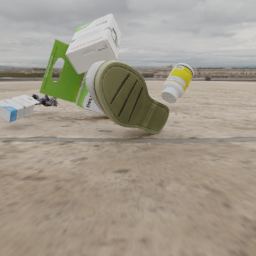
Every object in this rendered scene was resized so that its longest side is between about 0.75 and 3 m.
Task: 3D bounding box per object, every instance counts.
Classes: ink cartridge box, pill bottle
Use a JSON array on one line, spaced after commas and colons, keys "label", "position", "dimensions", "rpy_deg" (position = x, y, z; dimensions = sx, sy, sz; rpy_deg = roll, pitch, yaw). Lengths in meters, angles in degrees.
[{"label": "ink cartridge box", "position": [-2.995, -0.548, 7.616], "dimensions": [0.605, 0.349, 1.045], "rpy_deg": [26, 27, 19]}, {"label": "pill bottle", "position": [1.889, -1.717, 10.848], "dimensions": [0.851, 0.851, 1.514], "rpy_deg": [10, 58, 40]}, {"label": "ink cartridge box", "position": [-0.932, -2.423, 8.016], "dimensions": [1.241, 0.717, 1.706], "rpy_deg": [-15, 40, 18]}, {"label": "ink cartridge box", "position": [-1.263, -1.479, 8.715], "dimensions": [2.406, 1.779, 0.912], "rpy_deg": [15, 6, -33]}]

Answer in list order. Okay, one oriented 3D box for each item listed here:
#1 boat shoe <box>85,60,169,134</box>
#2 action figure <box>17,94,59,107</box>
[{"label": "boat shoe", "position": [-0.096, -0.601, 6.004], "dimensions": [1.001, 1.093, 2.926], "rpy_deg": [28, -3, 31]}, {"label": "action figure", "position": [-3.148, -0.929, 9.809], "dimensions": [1.070, 0.571, 1.645], "rpy_deg": [0, 12, 41]}]
